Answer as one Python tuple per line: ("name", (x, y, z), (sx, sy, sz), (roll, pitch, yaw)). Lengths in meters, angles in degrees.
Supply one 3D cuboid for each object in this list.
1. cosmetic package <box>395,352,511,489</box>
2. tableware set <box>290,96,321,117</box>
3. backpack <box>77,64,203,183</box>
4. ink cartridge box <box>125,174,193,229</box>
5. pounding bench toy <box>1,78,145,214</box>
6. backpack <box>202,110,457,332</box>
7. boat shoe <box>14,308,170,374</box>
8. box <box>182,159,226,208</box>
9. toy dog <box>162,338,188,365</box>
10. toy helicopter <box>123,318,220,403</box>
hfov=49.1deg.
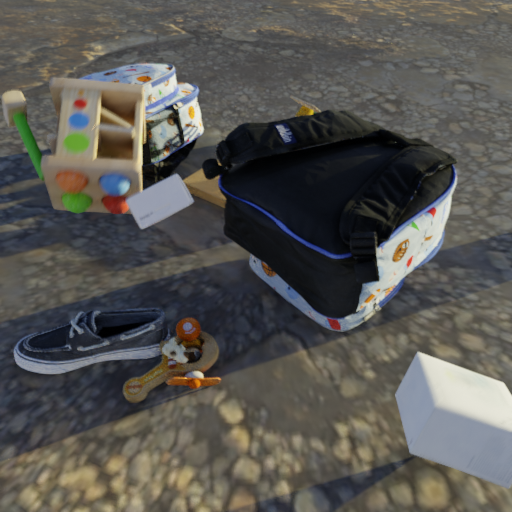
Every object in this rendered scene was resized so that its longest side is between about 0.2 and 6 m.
("cosmetic package", (2.450, 1.918, 6.737), (1.223, 0.752, 1.219), (19, 19, -1))
("tableware set", (2.034, -2.923, 13.303), (2.684, 0.412, 1.808), (33, 11, 27))
("backpack", (-2.649, -3.216, 12.794), (2.901, 2.235, 2.763), (18, 32, 26))
("ink cartridge box", (-1.458, -0.839, 8.657), (0.881, 0.509, 1.207), (-28, 7, -4))
("pounding bench toy", (-3.286, -1.831, 9.922), (2.530, 1.572, 1.973), (2, 66, -10))
("backpack", (1.474, -0.687, 9.103), (3.349, 2.708, 3.516), (-33, 54, -23))
("boat shoe", (-2.443, 1.160, 8.295), (2.269, 0.769, 0.814), (-4, 39, -5))
("box", (-0.019, -1.542, 12.076), (2.525, 0.269, 2.064), (26, 46, 28))
("toy dog", (-1.101, 1.345, 7.804), (0.368, 0.357, 0.257), (33, 88, 10))
("toy helicopter", (-1.186, 1.648, 8.012), (1.486, 0.586, 0.983), (-31, 57, -19))
